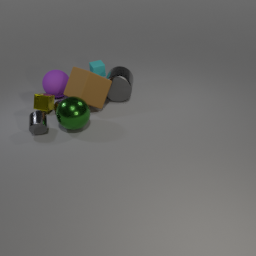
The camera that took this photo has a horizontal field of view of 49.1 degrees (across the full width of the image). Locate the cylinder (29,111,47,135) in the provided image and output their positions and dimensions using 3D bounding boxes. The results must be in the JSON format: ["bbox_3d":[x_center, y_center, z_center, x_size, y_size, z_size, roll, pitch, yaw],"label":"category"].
[{"bbox_3d":[-3.650,-0.203,11.362,0.700,0.700,0.700,-7,52,-10],"label":"cylinder"}]

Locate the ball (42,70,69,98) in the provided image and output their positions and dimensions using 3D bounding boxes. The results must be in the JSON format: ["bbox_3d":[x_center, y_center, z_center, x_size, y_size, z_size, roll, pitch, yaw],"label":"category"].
[{"bbox_3d":[-3.622,-2.249,14.217,1.400,1.400,1.400,0,32,0],"label":"ball"}]

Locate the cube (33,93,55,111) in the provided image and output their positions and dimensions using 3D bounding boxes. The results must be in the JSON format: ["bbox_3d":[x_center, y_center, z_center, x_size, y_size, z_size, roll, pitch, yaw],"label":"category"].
[{"bbox_3d":[-3.877,-1.208,12.952,0.700,0.700,0.700,10,12,6],"label":"cube"}]

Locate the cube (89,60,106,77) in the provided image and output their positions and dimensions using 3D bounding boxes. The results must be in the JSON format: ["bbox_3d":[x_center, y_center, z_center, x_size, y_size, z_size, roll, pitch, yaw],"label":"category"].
[{"bbox_3d":[-1.695,-3.263,15.560,0.700,0.700,0.700,-17,42,-17],"label":"cube"}]

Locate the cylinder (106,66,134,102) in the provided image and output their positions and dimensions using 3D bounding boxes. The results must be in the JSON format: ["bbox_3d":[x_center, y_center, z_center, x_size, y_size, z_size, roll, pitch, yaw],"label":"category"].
[{"bbox_3d":[-0.457,-2.223,14.148,1.400,1.400,1.400,2,32,4],"label":"cylinder"}]

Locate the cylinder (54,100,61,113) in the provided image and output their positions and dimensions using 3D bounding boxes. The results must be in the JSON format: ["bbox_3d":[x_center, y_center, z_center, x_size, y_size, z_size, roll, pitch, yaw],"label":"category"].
[{"bbox_3d":[-2.933,-0.818,12.565,0.700,0.700,0.700,-12,33,-18],"label":"cylinder"}]

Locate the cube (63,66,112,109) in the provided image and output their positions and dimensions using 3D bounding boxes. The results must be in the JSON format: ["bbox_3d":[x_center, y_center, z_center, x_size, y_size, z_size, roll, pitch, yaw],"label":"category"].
[{"bbox_3d":[-1.869,-1.857,12.951,1.400,1.400,1.400,16,7,-46],"label":"cube"}]

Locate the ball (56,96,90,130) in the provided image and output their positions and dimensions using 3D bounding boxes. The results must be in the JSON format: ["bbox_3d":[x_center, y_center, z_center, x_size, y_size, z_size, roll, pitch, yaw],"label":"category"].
[{"bbox_3d":[-2.258,-0.609,11.552,1.400,1.400,1.400,0,32,0],"label":"ball"}]
